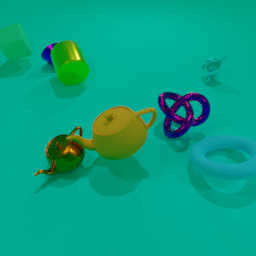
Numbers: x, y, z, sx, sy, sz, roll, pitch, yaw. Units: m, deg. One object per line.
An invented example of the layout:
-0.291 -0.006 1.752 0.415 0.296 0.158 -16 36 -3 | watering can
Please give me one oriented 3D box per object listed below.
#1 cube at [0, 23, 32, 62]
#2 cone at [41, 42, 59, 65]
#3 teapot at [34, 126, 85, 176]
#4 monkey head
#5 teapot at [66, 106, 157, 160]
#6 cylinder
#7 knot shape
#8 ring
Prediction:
-3.977 -2.986 9.802 0.832 0.832 0.832 -19 65 -2 | cube
-2.411 -2.315 9.877 0.957 0.957 0.961 -24 74 -24 | cone
-1.503 0.573 6.363 0.930 0.732 1.495 21 65 36 | teapot
2.855 -1.962 9.333 0.732 1.018 0.614 23 19 -43 | monkey head
-0.308 0.060 6.193 2.048 1.003 1.274 -22 37 6 | teapot
-1.879 -2.097 9.057 1.043 1.043 1.043 -15 56 -16 | cylinder
1.482 -0.428 7.271 1.295 0.639 1.384 -11 70 9 | knot shape
2.257 0.627 6.371 1.680 0.336 1.680 -7 24 3 | ring
